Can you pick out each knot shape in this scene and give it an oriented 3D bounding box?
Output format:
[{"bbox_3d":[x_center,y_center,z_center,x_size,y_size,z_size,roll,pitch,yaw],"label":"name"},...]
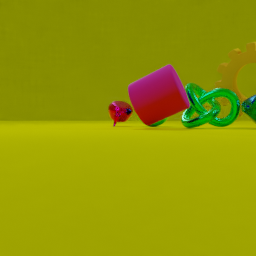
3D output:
[{"bbox_3d":[1.960,-0.491,7.180,1.528,1.430,0.706,34,-27,26],"label":"knot shape"}]

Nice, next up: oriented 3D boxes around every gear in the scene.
[{"bbox_3d":[3.487,-1.261,7.699,2.086,2.086,0.386,1,18,39],"label":"gear"}]

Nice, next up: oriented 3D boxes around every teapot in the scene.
[{"bbox_3d":[3.160,-0.464,6.584,1.454,0.712,0.904,27,18,-48],"label":"teapot"},{"bbox_3d":[-0.284,-0.491,9.448,0.848,0.668,1.364,16,27,5],"label":"teapot"}]

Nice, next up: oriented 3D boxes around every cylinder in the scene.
[{"bbox_3d":[0.753,-0.784,6.793,1.132,1.132,1.132,-24,-7,19],"label":"cylinder"}]

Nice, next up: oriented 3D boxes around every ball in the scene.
[{"bbox_3d":[0.813,-0.613,9.082,1.146,1.146,1.146,0,2,0],"label":"ball"}]
